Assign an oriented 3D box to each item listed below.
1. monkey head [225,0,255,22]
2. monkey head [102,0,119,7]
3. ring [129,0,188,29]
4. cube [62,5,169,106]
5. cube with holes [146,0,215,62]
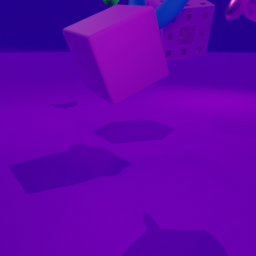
[{"bbox_3d":[1.769,-1.851,3.053,1.103,1.317,1.831,7,-7,-1],"label":"monkey head"},{"bbox_3d":[-0.853,-5.153,11.015,0.977,0.819,1.359,-18,12,16],"label":"monkey head"},{"bbox_3d":[0.691,-2.989,5.875,0.392,1.962,1.962,14,6,-35],"label":"ring"},{"bbox_3d":[-0.237,-1.491,5.522,1.354,1.354,1.354,-32,35,-17],"label":"cube"},{"bbox_3d":[1.334,-2.843,7.789,1.374,1.374,1.374,-11,42,-13],"label":"cube with holes"}]
